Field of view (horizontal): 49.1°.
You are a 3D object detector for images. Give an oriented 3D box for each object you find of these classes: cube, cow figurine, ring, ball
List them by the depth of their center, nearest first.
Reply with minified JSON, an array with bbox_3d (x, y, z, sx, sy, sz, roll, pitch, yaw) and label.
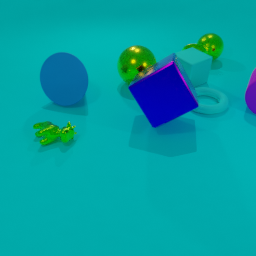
[{"bbox_3d":[-1.812,0.077,6.997,0.923,0.515,0.938,-20,35,-23],"label":"cow figurine"},{"bbox_3d":[0.931,-0.974,7.164,1.257,1.257,1.257,-27,17,20],"label":"cube"},{"bbox_3d":[2.335,-0.836,8.372,1.307,0.261,1.307,0,37,0],"label":"ring"},{"bbox_3d":[0.290,-2.016,9.083,1.298,1.298,1.298,0,37,0],"label":"ball"},{"bbox_3d":[2.066,-1.977,9.285,0.932,0.932,0.932,-24,46,-27],"label":"cube"},{"bbox_3d":[3.126,-3.091,10.715,1.038,1.038,1.038,0,37,0],"label":"ball"}]

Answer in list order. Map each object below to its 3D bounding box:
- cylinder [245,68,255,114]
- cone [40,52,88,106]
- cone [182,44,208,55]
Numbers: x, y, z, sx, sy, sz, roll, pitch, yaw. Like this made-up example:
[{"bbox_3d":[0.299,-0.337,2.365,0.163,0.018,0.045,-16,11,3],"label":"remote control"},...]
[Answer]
[{"bbox_3d":[4.054,-1.116,7.902,1.255,1.255,1.255,17,40,21],"label":"cylinder"},{"bbox_3d":[-1.658,-1.557,8.692,1.513,1.513,1.518,9,16,12],"label":"cone"},{"bbox_3d":[2.348,-2.377,10.253,0.971,0.971,0.975,11,65,14],"label":"cone"}]
